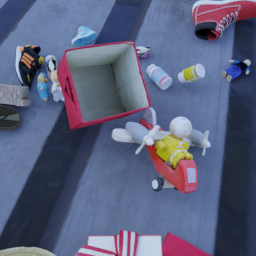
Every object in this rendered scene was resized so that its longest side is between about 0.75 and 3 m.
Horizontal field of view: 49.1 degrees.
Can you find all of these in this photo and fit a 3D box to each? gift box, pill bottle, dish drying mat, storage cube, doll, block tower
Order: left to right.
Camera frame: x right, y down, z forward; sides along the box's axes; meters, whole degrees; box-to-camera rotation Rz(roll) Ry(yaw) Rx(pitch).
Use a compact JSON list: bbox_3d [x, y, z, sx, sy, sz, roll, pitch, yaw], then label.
[{"bbox_3d":[-4.629,-1.229,9.734,2.381,0.643,0.688,8,100,5],"label":"block tower"},{"bbox_3d":[-0.855,-1.180,8.350,2.310,2.076,1.975,-15,90,-20],"label":"storage cube"},{"bbox_3d":[-0.164,3.347,6.011,1.977,1.846,1.824,-6,56,1],"label":"gift box"},{"bbox_3d":[1.144,-1.925,10.427,0.538,0.538,0.989,-30,61,-19],"label":"pill bottle"},{"bbox_3d":[2.264,-1.928,10.050,0.888,0.500,0.500,-14,41,47],"label":"pill bottle"},{"bbox_3d":[1.698,3.406,7.053,1.853,0.169,0.712,26,61,15],"label":"dish drying mat"},{"bbox_3d":[4.227,-2.307,10.816,1.340,0.325,0.914,-30,62,-19],"label":"doll"}]

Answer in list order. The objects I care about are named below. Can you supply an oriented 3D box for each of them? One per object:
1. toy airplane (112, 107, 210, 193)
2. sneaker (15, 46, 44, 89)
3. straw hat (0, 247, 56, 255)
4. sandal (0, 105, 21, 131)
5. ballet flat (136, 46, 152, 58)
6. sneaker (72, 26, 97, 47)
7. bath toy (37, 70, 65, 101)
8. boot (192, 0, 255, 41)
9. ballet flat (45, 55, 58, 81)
[{"bbox_3d":[1.090,0.295,7.988,2.626,1.861,2.638,35,36,2],"label":"toy airplane"},{"bbox_3d":[-3.673,-2.409,10.614,0.982,0.763,2.183,-14,55,-6],"label":"sneaker"},{"bbox_3d":[-2.426,3.999,6.073,2.647,1.120,2.647,4,55,-6],"label":"straw hat"},{"bbox_3d":[-5.001,-0.462,9.381,2.829,0.772,1.156,12,62,-9],"label":"sandal"},{"bbox_3d":[0.242,-2.997,11.142,1.513,0.538,0.523,-13,67,-8],"label":"ballet flat"},{"bbox_3d":[-2.007,-3.883,11.810,1.187,0.472,0.775,-32,63,-30],"label":"sneaker"},{"bbox_3d":[-1.873,-1.552,9.919,2.449,1.065,0.905,0,40,-4],"label":"bath toy"},{"bbox_3d":[4.295,-4.533,11.925,2.964,1.073,2.138,-2,56,9],"label":"boot"},{"bbox_3d":[-2.946,-2.475,10.831,0.494,0.488,1.452,-15,57,-10],"label":"ballet flat"}]
